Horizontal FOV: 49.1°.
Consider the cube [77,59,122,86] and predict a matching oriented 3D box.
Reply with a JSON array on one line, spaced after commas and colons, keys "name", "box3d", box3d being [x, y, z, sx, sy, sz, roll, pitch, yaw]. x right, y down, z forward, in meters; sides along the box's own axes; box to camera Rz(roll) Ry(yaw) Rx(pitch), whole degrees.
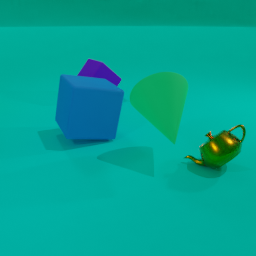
[{"name": "cube", "box3d": [-1.129, -1.739, 10.281, 1.083, 1.083, 1.083, 36, -4, -39]}]

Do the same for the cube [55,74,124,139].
[{"name": "cube", "box3d": [-1.025, -0.545, 7.149, 1.292, 1.292, 1.292, 1, 21, -28]}]

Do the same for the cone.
[{"name": "cone", "box3d": [0.773, -0.217, 5.666, 1.288, 1.288, 1.293, -4, 56, -11]}]

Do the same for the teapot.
[{"name": "teapot", "box3d": [1.825, 0.412, 5.824, 1.414, 0.692, 0.879, -39, -8, 22]}]
